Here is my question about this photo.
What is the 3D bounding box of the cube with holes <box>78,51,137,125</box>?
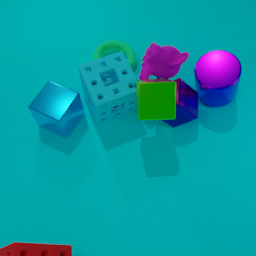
[{"bbox_3d":[-0.544,-1.152,8.288,1.349,1.349,1.349,-21,72,-11],"label":"cube with holes"}]

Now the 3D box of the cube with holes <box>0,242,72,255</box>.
[{"bbox_3d":[-2.043,3.148,5.613,1.305,1.305,1.305,-31,51,33],"label":"cube with holes"}]

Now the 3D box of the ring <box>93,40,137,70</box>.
[{"bbox_3d":[-0.456,-2.408,9.648,1.509,0.302,1.509,2,63,-5],"label":"ring"}]

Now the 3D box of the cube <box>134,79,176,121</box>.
[{"bbox_3d":[0.664,-0.741,7.075,0.913,0.913,0.913,-2,105,-3],"label":"cube"}]

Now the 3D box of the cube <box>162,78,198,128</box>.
[{"bbox_3d":[1.407,-0.716,8.197,0.932,0.932,0.932,30,55,-32],"label":"cube"}]

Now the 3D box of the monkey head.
[{"bbox_3d":[0.928,-1.718,8.012,1.095,1.817,1.307,23,77,-13],"label":"monkey head"}]

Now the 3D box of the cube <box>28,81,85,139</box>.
[{"bbox_3d":[-2.052,-0.529,8.215,1.062,1.062,1.062,24,64,13],"label":"cube"}]

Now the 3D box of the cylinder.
[{"bbox_3d":[2.676,-1.449,8.443,1.291,1.291,1.291,-5,70,14],"label":"cylinder"}]
